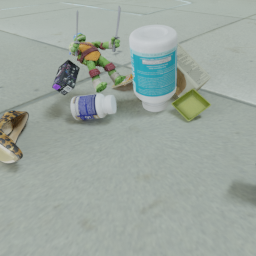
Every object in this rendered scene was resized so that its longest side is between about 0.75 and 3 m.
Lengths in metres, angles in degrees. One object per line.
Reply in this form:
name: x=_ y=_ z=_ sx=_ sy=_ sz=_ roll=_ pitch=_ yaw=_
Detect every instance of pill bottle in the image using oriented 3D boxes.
pill bottle: x=0.813 y=-1.745 z=8.671 sx=1.388 sy=2.505 sz=1.388 roll=-4 pitch=40 yaw=3
pill bottle: x=-1.026 y=-0.656 z=8.509 sx=1.251 sy=0.749 sz=0.749 roll=-5 pitch=31 yaw=15

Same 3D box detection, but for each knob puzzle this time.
knob puzzle: x=0.143 y=-1.876 z=10.777 sx=1.395 sy=0.193 sz=1.395 roll=-22 pitch=20 yaw=8

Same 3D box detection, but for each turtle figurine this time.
turtle figurine: x=-0.916 y=-2.345 z=8.575 sx=2.187 sy=2.121 sz=1.574 roll=-33 pitch=-6 yaw=29

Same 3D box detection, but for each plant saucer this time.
plant saucer: x=2.008 y=-0.699 z=8.905 sx=0.910 sy=0.218 sz=0.909 roll=-35 pitch=56 yaw=-5

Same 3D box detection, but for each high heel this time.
high heel: x=-2.934 y=0.091 z=7.448 sx=2.286 sy=0.816 sz=1.630 roll=18 pitch=41 yaw=38

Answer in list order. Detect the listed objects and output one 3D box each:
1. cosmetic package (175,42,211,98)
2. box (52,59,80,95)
cosmetic package: x=1.670 y=-2.204 z=9.955 sx=2.365 sy=0.841 sz=1.244 roll=49 pitch=47 yaw=8
box: x=-1.867 y=-1.528 z=8.475 sx=0.541 sy=0.469 sz=0.885 roll=-24 pitch=45 yaw=39
